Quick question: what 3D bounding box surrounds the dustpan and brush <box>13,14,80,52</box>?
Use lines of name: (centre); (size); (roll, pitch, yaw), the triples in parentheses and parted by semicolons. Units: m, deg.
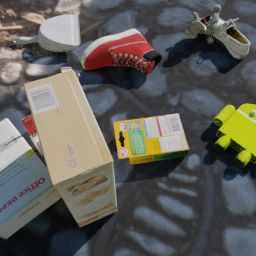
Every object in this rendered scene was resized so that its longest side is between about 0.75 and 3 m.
dustpan and brush: (-2.931, -3.299, 10.039); (2.368, 0.678, 1.652); (-3, 61, -10)

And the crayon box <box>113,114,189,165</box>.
crayon box: (0.603, 0.311, 7.820); (1.898, 0.489, 1.193); (-7, 59, -5)

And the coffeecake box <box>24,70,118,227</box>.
coffeecake box: (-1.136, 0.620, 6.194); (1.068, 2.924, 2.244); (-20, 60, -12)

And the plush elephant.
plush elephant: (2.596, -3.673, 9.943); (0.984, 1.047, 1.271); (7, 80, -25)

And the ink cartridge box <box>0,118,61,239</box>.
ink cartridge box: (-3.018, 1.211, 6.964); (1.732, 0.995, 2.387); (-36, 65, -20)

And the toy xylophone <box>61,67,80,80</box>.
toy xylophone: (-1.860, -1.489, 8.711); (0.645, 0.881, 0.221); (-5, 50, -33)

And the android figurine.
android figurine: (3.484, 0.090, 8.000); (2.155, 0.443, 1.962); (-40, 66, -20)

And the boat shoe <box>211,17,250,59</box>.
boat shoe: (3.577, -3.460, 9.884); (0.784, 0.905, 2.122); (-17, 60, -10)

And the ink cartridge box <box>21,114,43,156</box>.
ink cartridge box: (-1.852, -0.108, 7.524); (1.623, 1.430, 0.363); (-34, 64, -18)

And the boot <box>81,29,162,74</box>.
boot: (-0.156, -2.221, 9.183); (2.446, 0.886, 1.764); (-29, 64, -20)
